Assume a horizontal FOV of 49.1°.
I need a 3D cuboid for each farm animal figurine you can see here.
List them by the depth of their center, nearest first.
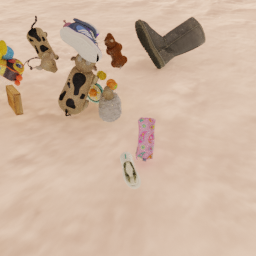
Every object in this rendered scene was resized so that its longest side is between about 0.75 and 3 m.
[{"bbox_3d":[-1.415,-1.556,7.521,2.710,2.680,1.413,6,10,1],"label":"farm animal figurine"}]

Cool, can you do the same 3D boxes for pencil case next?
[{"bbox_3d":[0.410,0.256,6.548,0.441,1.009,0.441,5,0,0],"label":"pencil case"}]

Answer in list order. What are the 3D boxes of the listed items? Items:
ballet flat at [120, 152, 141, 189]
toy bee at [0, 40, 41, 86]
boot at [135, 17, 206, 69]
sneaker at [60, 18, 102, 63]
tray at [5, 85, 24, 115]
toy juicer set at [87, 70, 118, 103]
[{"bbox_3d":[0.045,0.900,5.428,0.327,0.941,0.327,-12,30,7],"label":"ballet flat"},{"bbox_3d":[-3.690,-1.935,8.498,2.378,1.557,1.293,-11,55,-24],"label":"toy bee"},{"bbox_3d":[1.627,-3.561,10.487,2.316,2.105,0.840,-36,20,-9],"label":"boot"},{"bbox_3d":[-0.903,-2.201,6.896,1.341,0.540,0.982,37,49,18],"label":"sneaker"},{"bbox_3d":[-3.208,-0.808,7.876,0.220,0.586,1.189,-12,25,-28],"label":"tray"},{"bbox_3d":[-1.019,-1.270,8.546,1.625,1.034,0.442,22,36,24],"label":"toy juicer set"}]
